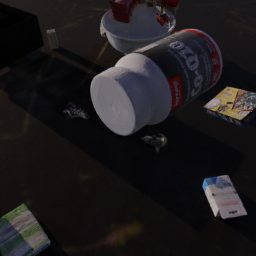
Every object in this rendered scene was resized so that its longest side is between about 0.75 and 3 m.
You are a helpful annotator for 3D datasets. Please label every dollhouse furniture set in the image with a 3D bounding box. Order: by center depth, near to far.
[{"bbox_3d":[0.692,-4.978,11.308,2.486,1.011,1.338,17,69,17],"label":"dollhouse furniture set"}]

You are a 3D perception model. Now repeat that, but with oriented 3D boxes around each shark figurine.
[{"bbox_3d":[0.892,0.460,7.975,0.662,1.108,0.463,14,82,-25],"label":"shark figurine"}]

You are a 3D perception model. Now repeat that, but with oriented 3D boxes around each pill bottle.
[{"bbox_3d":[0.709,-1.087,6.428,2.896,1.649,1.649,-33,54,-32],"label":"pill bottle"}]

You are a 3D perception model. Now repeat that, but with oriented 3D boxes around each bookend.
[{"bbox_3d":[-5.546,-3.695,11.179,2.946,1.357,2.928,27,52,25],"label":"bookend"}]

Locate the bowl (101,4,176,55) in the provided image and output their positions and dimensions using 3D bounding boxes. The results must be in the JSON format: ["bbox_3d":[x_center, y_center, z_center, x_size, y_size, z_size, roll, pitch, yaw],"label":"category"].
[{"bbox_3d":[0.419,-3.861,11.612,3.001,1.349,3.001,0,48,0],"label":"bowl"}]

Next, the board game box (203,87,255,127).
[{"bbox_3d":[1.565,-0.333,4.095,0.539,0.138,0.796,-39,28,-8],"label":"board game box"}]

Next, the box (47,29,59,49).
[{"bbox_3d":[-3.222,-3.803,12.005,0.357,0.752,0.292,-13,47,-13],"label":"box"}]

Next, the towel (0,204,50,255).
[{"bbox_3d":[-2.457,2.413,6.309,0.958,0.197,1.284,-29,50,-29],"label":"towel"}]

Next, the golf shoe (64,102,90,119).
[{"bbox_3d":[-1.654,-0.468,9.074,0.944,0.364,0.416,30,78,24],"label":"golf shoe"}]

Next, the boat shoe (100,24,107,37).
[{"bbox_3d":[-0.272,-4.421,12.775,1.987,0.705,0.694,-1,73,-6],"label":"boat shoe"}]

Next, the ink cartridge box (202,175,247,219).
[{"bbox_3d":[2.323,1.734,6.803,0.638,0.373,1.100,-7,46,-7],"label":"ink cartridge box"}]

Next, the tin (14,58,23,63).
[{"bbox_3d":[-4.969,-3.005,11.593,1.249,0.261,0.699,12,51,12],"label":"tin"}]

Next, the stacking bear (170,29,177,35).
[{"bbox_3d":[2.027,-3.766,12.006,0.818,0.873,1.438,-4,39,-10],"label":"stacking bear"}]
